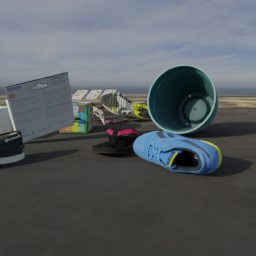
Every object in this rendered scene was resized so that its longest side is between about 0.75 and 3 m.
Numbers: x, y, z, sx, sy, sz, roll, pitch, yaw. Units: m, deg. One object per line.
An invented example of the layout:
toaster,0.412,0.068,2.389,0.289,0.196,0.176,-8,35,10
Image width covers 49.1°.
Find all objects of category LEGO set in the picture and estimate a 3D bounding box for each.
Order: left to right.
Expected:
LEGO set,-1.605,-0.851,11.434,1.823,0.599,2.441,1,32,14

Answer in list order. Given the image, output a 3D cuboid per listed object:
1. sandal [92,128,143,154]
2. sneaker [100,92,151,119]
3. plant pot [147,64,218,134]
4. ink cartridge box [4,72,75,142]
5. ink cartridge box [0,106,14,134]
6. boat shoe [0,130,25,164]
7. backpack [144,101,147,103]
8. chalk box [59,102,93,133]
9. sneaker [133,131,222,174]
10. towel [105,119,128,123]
sandal,-0.115,0.205,6.676,0.893,0.536,2.378,4,9,23
sneaker,-0.142,-0.756,11.426,2.310,0.860,0.977,17,-16,-25
plant pot,1.879,-0.708,8.723,2.002,2.002,1.881,5,-5,28
ink cartridge box,-2.185,-0.559,7.088,1.562,1.591,0.345,-20,37,-28
ink cartridge box,-4.317,-0.153,7.956,1.476,0.852,2.028,2,9,14
boat shoe,-2.815,0.422,5.065,0.738,0.589,1.952,5,10,32
backpack,1.386,-1.314,15.932,0.964,0.809,0.783,-32,-13,27
chalk box,-1.680,-0.334,9.016,0.929,0.923,1.489,2,10,3
sneaker,0.693,0.416,5.005,1.854,0.611,0.727,9,10,43
towel,-0.491,-0.277,11.371,0.631,0.100,0.877,3,7,34
